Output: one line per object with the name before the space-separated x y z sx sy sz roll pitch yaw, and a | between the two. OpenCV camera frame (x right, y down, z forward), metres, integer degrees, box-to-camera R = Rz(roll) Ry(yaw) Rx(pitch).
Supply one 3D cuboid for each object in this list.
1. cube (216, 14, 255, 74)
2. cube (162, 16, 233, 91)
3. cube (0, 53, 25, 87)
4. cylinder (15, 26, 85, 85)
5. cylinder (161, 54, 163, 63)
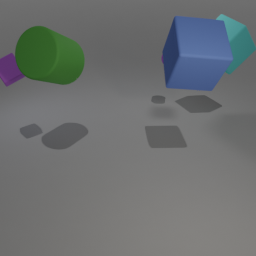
cube | 3.808 -3.250 10.924 1.400 1.400 1.400 34 15 -44
cube | 1.833 -2.016 7.746 1.400 1.400 1.400 3 62 -7
cube | -3.711 -1.805 8.750 0.700 0.700 0.700 -34 10 -16
cylinder | -2.162 -1.988 7.926 1.400 1.400 1.400 11 7 19
cylinder | 1.795 -3.008 12.075 0.700 0.700 0.700 4 15 6
